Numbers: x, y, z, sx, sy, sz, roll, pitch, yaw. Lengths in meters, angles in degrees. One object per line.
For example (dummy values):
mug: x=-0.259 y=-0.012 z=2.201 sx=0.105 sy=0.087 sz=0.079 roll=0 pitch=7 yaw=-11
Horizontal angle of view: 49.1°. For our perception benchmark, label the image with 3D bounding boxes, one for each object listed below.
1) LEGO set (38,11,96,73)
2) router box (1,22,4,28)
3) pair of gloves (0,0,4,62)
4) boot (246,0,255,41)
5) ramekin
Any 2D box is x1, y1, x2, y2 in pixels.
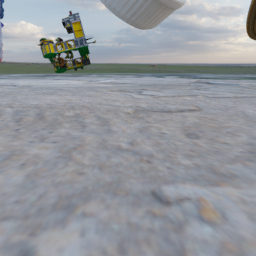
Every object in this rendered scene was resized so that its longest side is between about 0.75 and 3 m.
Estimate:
LEGO set: x=-2.072 y=-2.870 z=9.356 sx=1.769 sy=1.333 sz=2.301 roll=-16 pitch=-6 yaw=5
router box: x=-3.550 y=-2.249 z=6.975 sx=0.232 sy=0.948 sz=0.851 roll=43 pitch=-18 yaw=-31
pair of gloves: x=-2.130 y=-2.000 z=4.509 sx=0.193 sy=1.696 sz=1.363 roll=0 pitch=-19 yaw=-21
boot: x=2.398 y=-2.834 z=4.666 sx=0.885 sy=2.308 sz=1.792 roll=1 pitch=40 yaw=3
ramekin: x=0.148 y=-3.269 z=6.372 sx=1.060 sy=2.276 sz=2.276 roll=-42 pitch=-15 yaw=36
